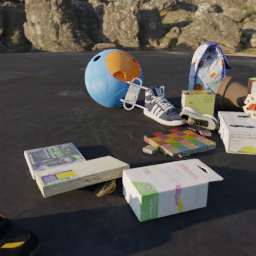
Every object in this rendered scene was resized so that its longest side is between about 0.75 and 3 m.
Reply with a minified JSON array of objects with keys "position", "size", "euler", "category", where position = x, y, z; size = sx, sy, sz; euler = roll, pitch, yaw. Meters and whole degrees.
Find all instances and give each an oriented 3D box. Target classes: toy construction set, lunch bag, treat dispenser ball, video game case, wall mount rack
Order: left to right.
[{"position":[-2.134,0.904,8.198],"size":[1.501,0.193,1.652],"euler":[-9,22,-25],"category":"video game case"},{"position":[-0.675,-2.386,13.640],"size":[2.798,2.798,2.798],"euler":[0,20,0],"category":"treat dispenser ball"},{"position":[0.413,-1.425,12.330],"size":[1.293,1.488,0.555],"euler":[19,7,-1],"category":"wall mount rack"},{"position":[4.083,-2.829,14.339],"size":[1.828,2.952,2.509],"euler":[1,15,5],"category":"lunch bag"},{"position":[5.401,-0.612,10.030],"size":[2.762,1.811,1.272],"euler":[-10,22,-27],"category":"toy construction set"}]

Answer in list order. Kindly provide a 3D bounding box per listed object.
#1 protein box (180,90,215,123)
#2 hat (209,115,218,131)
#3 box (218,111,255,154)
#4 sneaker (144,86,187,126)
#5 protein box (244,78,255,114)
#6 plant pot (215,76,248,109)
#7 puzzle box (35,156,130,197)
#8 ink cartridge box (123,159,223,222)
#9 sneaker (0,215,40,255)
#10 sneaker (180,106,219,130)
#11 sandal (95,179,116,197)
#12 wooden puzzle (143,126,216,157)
[{"position":[2.886,-0.894,11.716],"size":[1.202,1.211,0.817],"euler":[-1,20,-3],"category":"protein box"},{"position":[3.342,-0.060,11.094],"size":[0.821,0.722,0.680],"euler":[26,-10,-31],"category":"hat"},{"position":[3.925,0.109,9.649],"size":[1.377,0.710,2.361],"euler":[3,19,8],"category":"box"},{"position":[1.498,-0.990,11.756],"size":[0.880,1.363,2.512],"euler":[-12,23,-30],"category":"sneaker"},{"position":[6.008,-1.233,11.856],"size":[1.737,1.750,1.181],"euler":[-13,23,-32],"category":"protein box"},{"position":[5.046,-1.493,13.113],"size":[1.404,1.610,1.610],"euler":[26,31,32],"category":"plant pot"},{"position":[-1.157,1.131,6.925],"size":[2.076,0.264,1.381],"euler":[-11,9,-23],"category":"puzzle box"},{"position":[0.984,1.323,6.304],"size":[1.973,0.664,1.155],"euler":[-7,21,-18],"category":"ink cartridge box"},{"position":[-2.659,1.650,4.772],"size":[2.393,1.077,0.837],"euler":[6,20,17],"category":"sneaker"},{"position":[2.651,-0.265,10.548],"size":[1.547,0.572,0.613],"euler":[25,45,29],"category":"sneaker"},{"position":[-0.470,1.398,6.674],"size":[0.422,0.284,1.052],"euler":[-24,5,10],"category":"sandal"},{"position":[1.720,0.460,9.422],"size":[2.907,0.204,1.724],"euler":[-10,22,-25],"category":"wooden puzzle"}]
